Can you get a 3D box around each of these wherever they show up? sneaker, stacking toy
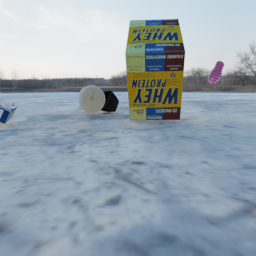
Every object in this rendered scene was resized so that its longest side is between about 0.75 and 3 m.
[{"bbox_3d":[2.359,-1.421,7.536,0.301,0.816,0.357,22,-28,13],"label":"sneaker"},{"bbox_3d":[-1.613,-1.201,11.799,1.049,1.049,2.458,-2,5,-12],"label":"stacking toy"}]

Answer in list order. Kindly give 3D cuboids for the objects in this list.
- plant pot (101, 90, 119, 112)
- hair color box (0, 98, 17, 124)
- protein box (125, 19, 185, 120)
[{"bbox_3d":[-0.911,-1.144,12.895,0.845,0.847,0.752,0,-26,46],"label":"plant pot"},{"bbox_3d":[-4.065,-0.593,8.903,0.764,0.462,1.527,27,2,-18],"label":"hair color box"},{"bbox_3d":[0.938,-2.099,10.013,1.806,2.658,2.677,-1,41,5],"label":"protein box"}]
